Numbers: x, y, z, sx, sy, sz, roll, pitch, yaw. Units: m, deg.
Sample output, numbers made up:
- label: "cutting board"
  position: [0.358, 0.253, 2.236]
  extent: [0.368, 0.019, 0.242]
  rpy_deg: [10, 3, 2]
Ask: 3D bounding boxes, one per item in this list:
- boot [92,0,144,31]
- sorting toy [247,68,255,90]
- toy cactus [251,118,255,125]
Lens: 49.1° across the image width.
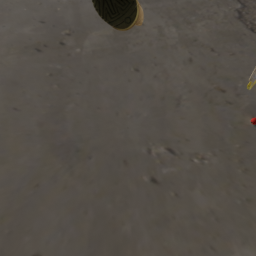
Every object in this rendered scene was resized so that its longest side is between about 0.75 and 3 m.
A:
- label: "boot"
  position: [-0.057, -1.715, 3.882]
  extent: [0.479, 1.448, 1.268]
  rpy_deg: [-35, 80, 18]
- label: "sorting toy"
  position: [2.944, -1.458, 5.229]
  extent: [0.441, 2.608, 1.257]
  rpy_deg: [40, 80, 18]
- label: "toy cactus"
  position: [3.202, -0.288, 5.277]
  extent: [1.208, 1.464, 0.748]
  rpy_deg: [-21, 93, -20]
